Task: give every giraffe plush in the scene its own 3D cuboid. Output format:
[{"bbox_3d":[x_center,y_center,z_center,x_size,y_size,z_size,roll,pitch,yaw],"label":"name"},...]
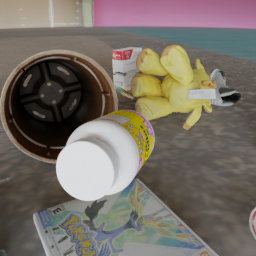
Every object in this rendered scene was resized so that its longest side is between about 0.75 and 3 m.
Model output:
[{"bbox_3d":[1.856,-1.396,9.337,2.938,2.535,2.382,22,22,30],"label":"giraffe plush"}]

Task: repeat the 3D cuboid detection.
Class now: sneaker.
[{"bbox_3d":[3.744,-1.470,11.038,1.506,0.978,2.607,20,41,27],"label":"sneaker"}]

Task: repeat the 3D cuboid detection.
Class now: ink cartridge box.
[{"bbox_3d":[-0.004,-2.643,12.494,0.724,1.730,1.248,18,30,41],"label":"ink cartridge box"}]

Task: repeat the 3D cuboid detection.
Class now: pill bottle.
[{"bbox_3d":[-0.276,0.362,4.504,1.123,1.123,2.154,6,12,14],"label":"pill bottle"}]

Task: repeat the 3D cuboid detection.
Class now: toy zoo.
[{"bbox_3d":[-0.229,-1.480,11.231,0.610,0.095,0.930,19,19,-39],"label":"toy zoo"}]

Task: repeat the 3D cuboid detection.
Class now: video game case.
[{"bbox_3d":[-0.140,1.778,4.481,2.178,0.263,2.390,-13,27,-27],"label":"video game case"}]

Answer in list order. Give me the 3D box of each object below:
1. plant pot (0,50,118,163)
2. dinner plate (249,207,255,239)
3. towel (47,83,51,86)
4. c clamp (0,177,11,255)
[{"bbox_3d":[-1.924,-0.761,7.607,2.666,2.666,2.639,-9,18,-18],"label":"plant pot"},{"bbox_3d":[2.870,1.791,4.536,1.721,0.209,1.721,0,25,0],"label":"dinner plate"},{"bbox_3d":[-3.829,-2.309,13.553,1.456,0.231,2.027,-10,26,-19],"label":"towel"},{"bbox_3d":[-2.724,1.698,4.523,2.113,0.335,2.474,-16,31,-29],"label":"c clamp"}]
